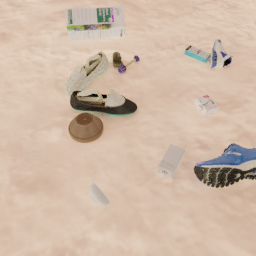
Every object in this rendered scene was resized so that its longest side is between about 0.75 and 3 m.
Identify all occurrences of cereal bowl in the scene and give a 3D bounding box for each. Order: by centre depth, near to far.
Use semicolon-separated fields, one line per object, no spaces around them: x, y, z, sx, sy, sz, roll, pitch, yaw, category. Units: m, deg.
-0.915;2.081;8.567;0.331;0.794;0.794;-40;59;-8;cereal bowl

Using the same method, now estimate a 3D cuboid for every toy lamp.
0.019;-2.983;13.150;0.375;0.375;1.290;32;54;24;toy lamp

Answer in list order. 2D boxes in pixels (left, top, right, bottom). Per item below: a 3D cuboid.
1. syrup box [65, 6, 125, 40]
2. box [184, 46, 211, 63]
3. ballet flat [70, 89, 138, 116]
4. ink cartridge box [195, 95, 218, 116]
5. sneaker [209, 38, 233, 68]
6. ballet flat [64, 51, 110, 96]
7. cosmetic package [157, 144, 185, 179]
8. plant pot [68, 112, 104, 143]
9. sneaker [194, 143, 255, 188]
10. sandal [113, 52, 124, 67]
-1.639;-5.388;14.401;2.941;1.198;1.158;-5;81;-4;syrup box
3.394;-3.624;13.727;1.173;0.288;0.483;31;56;24;box
-0.989;-1.054;11.123;2.751;0.941;0.935;2;49;2;ballet flat
3.199;-0.925;11.410;0.583;0.339;0.800;-19;54;-15;ink cartridge box
4.466;-3.436;13.388;0.987;0.690;1.708;13;58;6;sneaker
-1.885;-2.555;12.439;0.986;0.986;2.748;28;56;22;ballet flat
1.490;1.125;9.594;0.571;0.450;1.061;24;53;20;cosmetic package
-1.612;-0.142;10.565;1.346;0.621;1.346;-1;49;1;plant pot
3.375;1.189;9.323;2.632;1.034;1.173;-5;40;-13;sneaker
-0.525;-3.329;13.433;0.495;0.356;1.247;-9;50;-8;sandal
